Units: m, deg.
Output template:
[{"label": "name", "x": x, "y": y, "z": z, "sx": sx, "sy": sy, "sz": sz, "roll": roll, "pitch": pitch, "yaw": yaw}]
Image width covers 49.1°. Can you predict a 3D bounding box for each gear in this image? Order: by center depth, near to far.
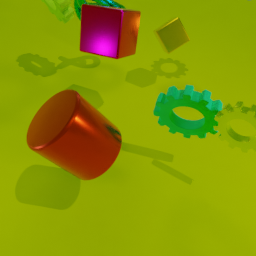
[{"label": "gear", "x": 2.272, "y": 0.000, "z": 5.557, "sx": 1.105, "sy": 1.105, "sz": 0.204, "roll": 27, "pitch": 52, "yaw": 24}, {"label": "gear", "x": 1.372, "y": -0.324, "z": 6.398, "sx": 1.547, "sy": 1.547, "sz": 0.286, "roll": 14, "pitch": 57, "yaw": 13}, {"label": "gear", "x": -2.384, "y": -4.137, "z": 8.551, "sx": 0.348, "sy": 1.881, "sz": 1.881, "roll": -41, "pitch": 56, "yaw": -9}]

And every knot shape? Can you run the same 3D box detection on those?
[{"label": "knot shape", "x": -0.874, "y": -4.032, "z": 9.108, "sx": 1.668, "sy": 1.782, "sz": 0.824, "roll": 7, "pitch": 71, "yaw": -18}]

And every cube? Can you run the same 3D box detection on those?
[{"label": "cube", "x": -0.449, "y": -2.465, "z": 7.123, "sx": 1.116, "sy": 1.116, "sz": 1.116, "roll": 17, "pitch": 26, "yaw": 20}, {"label": "cube", "x": 1.381, "y": -2.960, "z": 8.966, "sx": 0.800, "sy": 0.800, "sz": 0.800, "roll": -31, "pitch": 18, "yaw": 9}]

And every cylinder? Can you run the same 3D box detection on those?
[{"label": "cylinder", "x": -0.909, "y": 0.138, "z": 4.879, "sx": 1.187, "sy": 1.187, "sz": 1.187, "roll": -24, "pitch": 45, "yaw": 26}]
